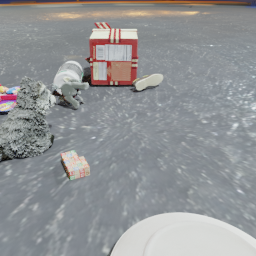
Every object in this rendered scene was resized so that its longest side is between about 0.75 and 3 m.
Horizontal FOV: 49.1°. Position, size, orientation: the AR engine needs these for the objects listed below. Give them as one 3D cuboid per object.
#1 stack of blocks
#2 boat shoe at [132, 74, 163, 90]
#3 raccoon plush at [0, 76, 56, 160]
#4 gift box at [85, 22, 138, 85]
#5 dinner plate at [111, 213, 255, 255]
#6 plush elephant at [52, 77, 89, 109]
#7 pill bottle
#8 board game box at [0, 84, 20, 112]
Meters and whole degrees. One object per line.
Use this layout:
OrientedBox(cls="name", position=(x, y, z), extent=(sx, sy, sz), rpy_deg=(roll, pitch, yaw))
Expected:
OrientedBox(cls="stack of blocks", position=(-1.273, 0.860, 6.713), extent=(0.481, 0.245, 0.835), rpy_deg=(-13, 31, -22))
OrientedBox(cls="boat shoe", position=(0.790, -1.891, 11.227), extent=(1.346, 0.484, 0.401), rpy_deg=(-24, 36, -22))
OrientedBox(cls="raccoon plush", position=(-2.826, -0.129, 6.883), extent=(1.302, 1.804, 2.692), rpy_deg=(13, 32, 23))
OrientedBox(cls="gift box", position=(-0.731, -3.190, 11.943), extent=(2.400, 2.214, 2.241), rpy_deg=(5, 29, -2))
OrientedBox(cls="dinner plate", position=(1.140, 2.114, 3.990), extent=(2.877, 0.349, 2.877), rpy_deg=(5, 25, -2))
OrientedBox(cls="plush elephant", position=(-2.025, -1.308, 9.833), extent=(1.185, 0.976, 0.917), rpy_deg=(19, 10, -5))
OrientedBox(cls="pill bottle", position=(-2.323, -2.025, 11.148), extent=(0.991, 0.991, 1.752), rpy_deg=(-1, 30, -2))
OrientedBox(cls="board game box", position=(-4.215, -1.264, 9.996), extent=(1.807, 0.445, 2.287), rpy_deg=(22, 36, 34))
